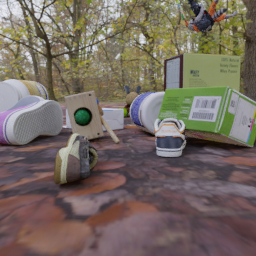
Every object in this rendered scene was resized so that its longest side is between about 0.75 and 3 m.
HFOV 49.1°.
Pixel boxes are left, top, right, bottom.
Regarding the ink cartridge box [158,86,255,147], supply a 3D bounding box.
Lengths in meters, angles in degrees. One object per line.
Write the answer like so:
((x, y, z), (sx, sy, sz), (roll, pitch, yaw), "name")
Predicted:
((2.345, -0.108, 6.868), (2.620, 0.992, 1.936), (19, -5, -33), "ink cartridge box")

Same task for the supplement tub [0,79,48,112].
((-5.584, -1.519, 14.498), (1.926, 1.926, 2.668), (2, 6, 13), "supplement tub")

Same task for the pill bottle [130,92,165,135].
((0.745, -0.475, 8.563), (1.239, 1.239, 2.069), (-2, 7, -14), "pill bottle")

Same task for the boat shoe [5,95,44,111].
((-3.265, -0.448, 9.244), (2.390, 0.836, 0.792), (-20, -12, 36), "boat shoe")

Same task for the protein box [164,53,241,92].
((3.217, -1.730, 12.495), (2.790, 2.811, 1.896), (-2, 7, -18), "protein box")

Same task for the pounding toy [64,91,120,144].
((-0.939, -0.244, 7.072), (1.025, 1.327, 1.442), (-13, 9, -9), "pounding toy")

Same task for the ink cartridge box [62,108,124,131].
((-1.309, -0.334, 9.717), (2.082, 0.694, 1.206), (5, 9, 39), "ink cartridge box")

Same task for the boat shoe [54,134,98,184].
((-0.679, 0.444, 4.009), (0.491, 0.554, 1.514), (8, 12, -3), "boat shoe")

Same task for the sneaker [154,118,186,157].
((0.901, 0.122, 5.916), (0.679, 0.688, 1.732), (-1, 5, 6), "sneaker")

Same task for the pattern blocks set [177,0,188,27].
((1.634, -3.411, 8.347), (0.076, 0.827, 0.941), (-20, 18, 21), "pattern blocks set")

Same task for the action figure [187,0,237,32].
((2.263, -3.346, 8.222), (1.365, 0.714, 1.321), (33, -39, -25), "action figure")

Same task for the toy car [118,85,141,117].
((0.216, -1.459, 15.119), (1.385, 1.686, 1.330), (-2, 7, -17), "toy car")

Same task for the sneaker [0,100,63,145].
((-2.908, -0.210, 7.511), (1.590, 1.011, 2.789), (-2, 6, 14), "sneaker")
